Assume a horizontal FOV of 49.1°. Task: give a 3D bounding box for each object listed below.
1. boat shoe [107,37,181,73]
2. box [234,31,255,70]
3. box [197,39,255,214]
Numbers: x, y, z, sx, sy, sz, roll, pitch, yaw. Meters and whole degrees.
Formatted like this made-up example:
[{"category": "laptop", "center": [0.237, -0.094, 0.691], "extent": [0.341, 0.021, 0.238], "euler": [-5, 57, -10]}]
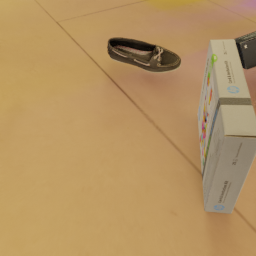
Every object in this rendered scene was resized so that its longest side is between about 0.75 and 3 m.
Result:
[{"category": "boat shoe", "center": [0.472, -2.344, 8.898], "extent": [2.453, 0.699, 0.820], "euler": [14, 74, 12]}, {"category": "box", "center": [3.716, -2.333, 8.175], "extent": [1.124, 0.792, 1.519], "euler": [-17, 17, 14]}, {"category": "box", "center": [1.918, -0.113, 5.821], "extent": [0.600, 2.274, 2.917], "euler": [4, 46, 8]}]
